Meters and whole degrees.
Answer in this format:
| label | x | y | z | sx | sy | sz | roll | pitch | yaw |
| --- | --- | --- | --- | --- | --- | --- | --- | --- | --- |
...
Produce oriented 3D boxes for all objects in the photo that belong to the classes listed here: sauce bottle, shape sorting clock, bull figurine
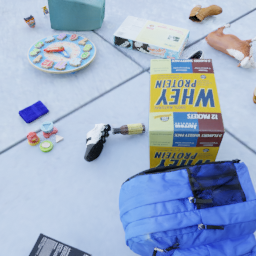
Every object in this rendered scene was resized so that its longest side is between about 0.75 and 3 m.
| label | x | y | z | sx | sy | sz | roll | pitch | yaw |
| --- | --- | --- | --- | --- | --- | --- | --- | --- | --- |
| sauce bottle | 0.014 | 0.047 | 8.972 | 1.066 | 0.345 | 0.345 | -4 | 51 | -16 |
| shape sorting clock | -2.681 | -3.124 | 11.402 | 2.752 | 0.540 | 2.752 | 0 | 52 | 0 |
| bull figurine | 4.396 | -3.365 | 11.433 | 1.510 | 0.810 | 2.488 | -35 | 61 | -26 |

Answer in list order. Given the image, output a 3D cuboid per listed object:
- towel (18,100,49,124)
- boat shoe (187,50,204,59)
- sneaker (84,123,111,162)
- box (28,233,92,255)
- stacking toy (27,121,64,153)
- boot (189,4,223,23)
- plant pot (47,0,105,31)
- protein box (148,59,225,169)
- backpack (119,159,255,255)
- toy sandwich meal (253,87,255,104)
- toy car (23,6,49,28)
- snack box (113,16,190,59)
| label | x | y | z | sx | sy | sz | roll | pitch | yaw |
| --- | --- | --- | --- | --- | --- | --- | --- | --- | --- |
| towel | -3.245 | -0.576 | 9.619 | 0.890 | 0.220 | 0.657 | -37 | 60 | -25 |
| boat shoe | 2.302 | -2.328 | 10.689 | 1.987 | 0.681 | 0.715 | -37 | 61 | -25 |
| sneaker | -1.084 | 0.443 | 8.712 | 0.627 | 0.525 | 1.417 | 8 | 51 | 27 |
| box | -1.743 | 3.491 | 6.059 | 1.322 | 0.739 | 1.873 | 19 | 54 | 8 |
| stacking toy | -2.622 | 0.242 | 8.859 | 0.890 | 0.415 | 0.983 | 33 | 60 | 24 |
| boot | 3.612 | -5.348 | 13.121 | 1.428 | 0.548 | 1.109 | 20 | 54 | 17 |
| plant pot | -2.203 | -5.338 | 12.567 | 2.247 | 1.588 | 1.588 | 11 | 52 | 0 |
| protein box | 1.436 | -0.162 | 7.804 | 1.691 | 2.488 | 2.506 | 0 | 52 | 5 |
| backpack | 1.229 | 2.030 | 6.286 | 2.829 | 2.298 | 2.374 | -3 | 55 | -3 |
| toy sandwich meal | 5.098 | -1.019 | 9.837 | 1.432 | 0.491 | 1.432 | 1 | 54 | -2 |
| toy car | -4.123 | -5.120 | 12.971 | 0.743 | 0.504 | 1.515 | 21 | 54 | 43 |
| snack box | 1.010 | -3.878 | 11.984 | 2.897 | 0.537 | 1.683 | 19 | 54 | 14 |
